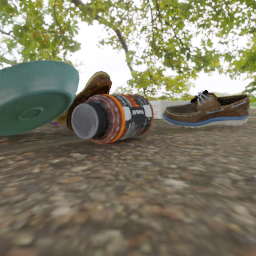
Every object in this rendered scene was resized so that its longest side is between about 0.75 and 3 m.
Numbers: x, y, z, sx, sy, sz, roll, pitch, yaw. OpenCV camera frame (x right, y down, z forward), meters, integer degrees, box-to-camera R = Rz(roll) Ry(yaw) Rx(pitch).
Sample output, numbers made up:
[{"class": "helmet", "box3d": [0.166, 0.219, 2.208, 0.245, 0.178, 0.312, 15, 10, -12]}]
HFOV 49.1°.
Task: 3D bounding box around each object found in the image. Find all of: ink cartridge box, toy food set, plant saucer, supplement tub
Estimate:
[{"class": "ink cartridge box", "box3d": [1.919, -0.905, 13.767, 2.570, 0.872, 1.479, -2, 5, -21]}, {"class": "toy food set", "box3d": [-1.915, -0.548, 9.628, 1.551, 0.384, 2.440, -21, 12, 4]}, {"class": "plant saucer", "box3d": [-2.232, -0.484, 6.180, 2.713, 0.488, 2.713, -26, -12, -6]}, {"class": "supplement tub", "box3d": [-0.279, -0.207, 5.684, 0.975, 0.975, 1.824, 3, 8, 32]}]

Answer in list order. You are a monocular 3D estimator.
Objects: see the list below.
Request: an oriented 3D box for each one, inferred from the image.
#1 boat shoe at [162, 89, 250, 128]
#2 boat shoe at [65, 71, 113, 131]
[{"class": "boat shoe", "box3d": [2.467, -0.677, 8.867, 2.813, 1.018, 1.016, -4, 29, -10]}, {"class": "boat shoe", "box3d": [-1.055, -0.612, 7.342, 0.678, 1.883, 0.636, 25, 25, -32]}]
